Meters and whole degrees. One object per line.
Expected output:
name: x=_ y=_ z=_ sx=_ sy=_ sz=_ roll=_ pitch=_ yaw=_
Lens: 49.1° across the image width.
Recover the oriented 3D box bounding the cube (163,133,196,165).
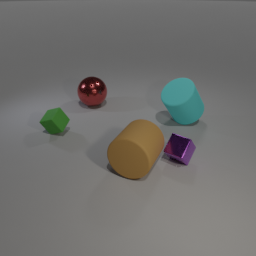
cube: x=1.694 y=0.692 z=9.128 sx=0.700 sy=0.700 sz=0.700 roll=21 pitch=76 yaw=34

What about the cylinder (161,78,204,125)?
cylinder: x=2.236 y=-1.076 z=11.409 sx=1.400 sy=1.400 sz=1.400 roll=-18 pitch=50 yaw=22

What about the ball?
ball: x=-1.677 y=-1.715 z=13.171 sx=1.400 sy=1.400 sz=1.400 roll=0 pitch=28 yaw=0

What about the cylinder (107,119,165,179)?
cylinder: x=0.271 y=0.627 z=8.708 sx=1.400 sy=1.400 sz=1.400 roll=12 pitch=30 yaw=21

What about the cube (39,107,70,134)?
cube: x=-2.823 y=-0.273 z=10.827 sx=0.700 sy=0.700 sz=0.700 roll=-9 pitch=42 yaw=32
